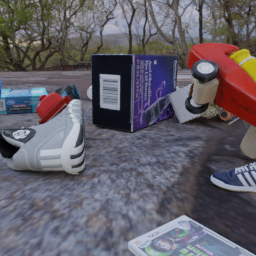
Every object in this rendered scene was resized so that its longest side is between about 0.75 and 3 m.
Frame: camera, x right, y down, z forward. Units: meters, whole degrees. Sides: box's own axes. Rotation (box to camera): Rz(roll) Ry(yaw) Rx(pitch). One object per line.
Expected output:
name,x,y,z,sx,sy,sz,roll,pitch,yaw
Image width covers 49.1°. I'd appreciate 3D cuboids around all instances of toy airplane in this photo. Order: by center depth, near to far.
toy airplane,2.498,-0.533,4.545,1.905,2.688,2.700,-42,18,-24

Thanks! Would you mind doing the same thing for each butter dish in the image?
butter dish,-2.195,-0.626,7.974,0.810,1.093,1.096,43,-5,7

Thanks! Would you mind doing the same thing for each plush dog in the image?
plush dog,1.859,-0.949,6.392,0.991,1.154,0.926,30,-31,-16

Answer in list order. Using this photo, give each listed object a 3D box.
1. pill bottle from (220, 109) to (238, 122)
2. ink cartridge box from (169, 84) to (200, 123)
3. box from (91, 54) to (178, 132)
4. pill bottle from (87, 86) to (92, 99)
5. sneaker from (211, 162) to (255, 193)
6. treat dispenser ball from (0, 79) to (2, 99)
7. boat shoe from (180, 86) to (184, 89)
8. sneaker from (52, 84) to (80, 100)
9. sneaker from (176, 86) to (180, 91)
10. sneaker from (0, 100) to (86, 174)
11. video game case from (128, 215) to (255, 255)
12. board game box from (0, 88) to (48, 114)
pill bottle,3.488,-0.503,9.445,0.992,0.527,0.527,-13,19,-42
ink cartridge box,2.831,-1.113,9.462,1.813,1.046,2.498,-24,-4,38
box,0.316,-1.298,9.153,1.552,2.202,2.976,10,18,33
pill bottle,-1.541,-1.822,14.169,0.801,0.801,1.425,3,14,12
sneaker,1.965,0.671,4.451,1.217,0.660,0.426,6,15,21
treat dispenser ball,-4.706,-1.045,6.825,2.980,2.980,2.980,0,14,0
boat shoe,3.028,-2.003,15.372,0.635,0.562,1.734,-10,17,-36
sneaker,-2.683,-1.164,11.653,1.175,1.050,2.868,-19,11,-1
sneaker,1.835,-1.514,13.383,1.995,0.755,0.918,-15,26,-23
sneaker,-1.798,0.084,5.984,1.724,1.120,2.986,-4,16,-8
video game case,0.662,1.322,2.969,0.920,0.118,1.012,-11,18,-36
board game box,-4.549,-1.197,11.878,2.185,0.679,2.895,-5,15,-18
